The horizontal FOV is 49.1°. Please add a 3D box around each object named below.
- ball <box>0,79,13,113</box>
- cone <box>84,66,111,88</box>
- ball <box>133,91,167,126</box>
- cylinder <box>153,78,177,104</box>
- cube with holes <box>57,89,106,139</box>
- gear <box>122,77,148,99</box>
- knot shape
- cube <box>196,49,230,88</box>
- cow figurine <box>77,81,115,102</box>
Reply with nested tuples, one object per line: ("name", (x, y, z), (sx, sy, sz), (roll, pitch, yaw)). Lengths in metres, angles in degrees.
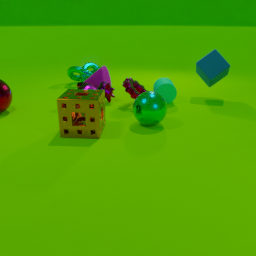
("ball", (-4.241, -1.002, 8.769), (1.160, 1.160, 1.160), (0, 22, 0))
("cone", (-1.358, -1.796, 11.028), (1.128, 1.124, 1.124), (-8, 20, 13))
("ball", (0.616, -0.547, 7.878), (0.969, 0.969, 0.969), (0, 22, 0))
("cylinder", (1.311, -1.338, 10.006), (0.750, 0.750, 0.750), (-1, 26, -1))
("cube with holes", (-1.188, -0.403, 7.423), (1.027, 1.027, 1.027), (2, 22, 4))
("gear", (0.337, -1.260, 9.682), (1.185, 0.219, 1.185), (33, 27, -20))
("knot shape", (-1.683, -2.357, 12.484), (1.801, 0.832, 1.685), (-11, 28, -30))
("cube", (3.098, -2.174, 10.292), (0.858, 0.858, 0.858), (-36, -17, 4))
("cow figurine", (-1.245, -1.182, 9.797), (1.379, 0.769, 1.401), (14, 37, 21))
